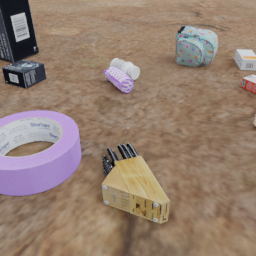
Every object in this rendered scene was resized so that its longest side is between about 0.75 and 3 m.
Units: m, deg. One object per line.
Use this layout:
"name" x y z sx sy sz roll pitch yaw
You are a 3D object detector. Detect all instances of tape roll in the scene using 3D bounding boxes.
"tape roll" -2.195 0.453 6.278 2.225 0.730 2.225 1 34 0

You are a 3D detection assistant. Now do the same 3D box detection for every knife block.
"knife block" 0.191 0.955 5.651 1.716 0.549 1.506 14 37 21

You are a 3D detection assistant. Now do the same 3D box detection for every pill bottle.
"pill bottle" -0.111 -2.169 10.377 1.080 0.618 0.618 28 42 36

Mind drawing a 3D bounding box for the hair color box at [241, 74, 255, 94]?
"hair color box" 4.499 -1.387 9.415 0.606 0.366 1.194 -20 39 -26

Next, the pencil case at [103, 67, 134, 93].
"pencil case" -0.329 -1.693 9.678 0.576 0.565 1.347 12 20 -39

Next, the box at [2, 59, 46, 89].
"box" -3.716 -1.968 10.081 1.039 0.620 1.057 16 35 22

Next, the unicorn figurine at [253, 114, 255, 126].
"unicorn figurine" 3.863 -0.041 7.411 1.071 0.395 0.736 7 41 37

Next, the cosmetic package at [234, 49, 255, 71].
"cosmetic package" 4.863 -2.813 11.512 0.659 0.463 1.300 4 33 5

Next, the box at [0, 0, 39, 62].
"box" -5.589 -4.502 12.078 2.710 2.665 1.591 17 38 24

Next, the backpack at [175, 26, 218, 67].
"backpack" 2.742 -3.230 11.305 1.647 1.448 1.263 11 51 17
